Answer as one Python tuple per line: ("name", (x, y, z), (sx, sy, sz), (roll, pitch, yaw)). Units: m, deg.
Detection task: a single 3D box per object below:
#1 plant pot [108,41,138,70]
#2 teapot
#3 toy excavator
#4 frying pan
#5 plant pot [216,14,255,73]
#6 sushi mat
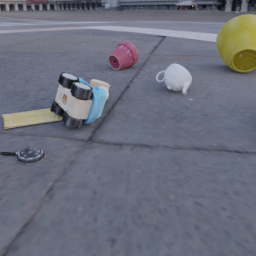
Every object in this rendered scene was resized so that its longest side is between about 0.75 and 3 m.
("plant pot", (-0.340, -3.757, 14.956), (1.373, 1.373, 1.229), (21, 48, 37))
("teapot", (1.901, -1.950, 11.431), (0.907, 1.226, 1.242), (-49, 11, -10))
("toy excavator", (-1.249, -1.013, 9.268), (2.532, 1.265, 2.462), (2, 27, -42))
("frying pan", (-2.551, 0.599, 6.922), (1.128, 0.184, 0.682), (18, 30, 27))
("plant pot", (5.895, -3.965, 14.171), (2.760, 2.760, 1.959), (6, 50, 12))
("sushi mat", (-2.826, -0.365, 8.970), (2.195, 0.133, 1.050), (-10, 26, -21))
